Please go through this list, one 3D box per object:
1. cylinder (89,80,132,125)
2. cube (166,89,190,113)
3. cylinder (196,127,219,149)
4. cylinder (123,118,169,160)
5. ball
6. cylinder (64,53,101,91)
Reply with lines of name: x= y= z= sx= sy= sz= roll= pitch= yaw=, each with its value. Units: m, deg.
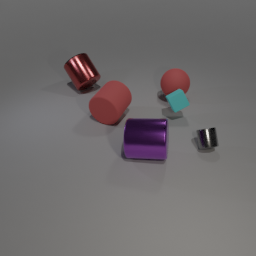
cylinder: x=-0.736 y=-1.091 z=11.920 sx=1.400 sy=1.400 sz=1.400 roll=14 pitch=42 yaw=20
cube: x=2.095 y=-1.164 z=11.879 sx=0.700 sy=0.700 sz=0.700 roll=-28 pitch=12 yaw=6
cylinder: x=2.890 y=0.369 z=10.188 sx=0.700 sy=0.700 sz=0.700 roll=-9 pitch=-3 yaw=0
cylinder: x=0.663 y=0.366 z=9.657 sx=1.400 sy=1.400 sz=1.400 roll=1 pitch=32 yaw=11
ball: x=2.252 y=-2.134 z=13.373 sx=1.400 sy=1.400 sz=1.400 roll=0 pitch=32 yaw=0
cylinder: x=-2.333 y=-2.856 z=14.333 sx=1.400 sy=1.400 sz=1.400 roll=-30 pitch=87 yaw=-38
